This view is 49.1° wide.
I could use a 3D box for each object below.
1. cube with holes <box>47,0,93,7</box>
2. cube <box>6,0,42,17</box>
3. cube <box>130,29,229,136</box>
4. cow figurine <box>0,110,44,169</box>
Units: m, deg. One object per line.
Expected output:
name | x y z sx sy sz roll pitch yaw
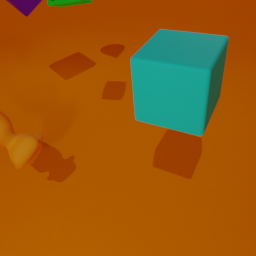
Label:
cube with holes | -1.242 -2.961 5.819 0.720 0.720 0.720 -1 21 14
cube | -2.951 -4.065 7.300 1.316 1.316 1.316 41 89 18
cube | 0.783 -0.721 4.228 1.091 1.091 1.091 15 44 23
cow figurine | -2.579 0.088 5.633 1.678 1.652 0.921 29 80 28
